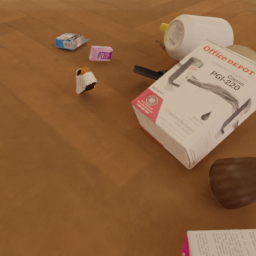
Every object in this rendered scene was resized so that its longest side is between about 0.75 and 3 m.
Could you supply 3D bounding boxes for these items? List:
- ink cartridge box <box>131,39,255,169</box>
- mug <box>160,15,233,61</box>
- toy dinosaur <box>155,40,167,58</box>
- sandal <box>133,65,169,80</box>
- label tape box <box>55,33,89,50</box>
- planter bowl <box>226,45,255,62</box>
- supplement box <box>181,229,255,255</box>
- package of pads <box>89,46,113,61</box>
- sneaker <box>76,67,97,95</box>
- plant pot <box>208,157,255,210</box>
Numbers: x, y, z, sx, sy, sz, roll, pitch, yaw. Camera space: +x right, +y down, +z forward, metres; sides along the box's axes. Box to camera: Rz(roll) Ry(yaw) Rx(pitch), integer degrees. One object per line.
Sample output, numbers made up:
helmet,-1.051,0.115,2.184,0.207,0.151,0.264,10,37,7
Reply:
ink cartridge box,1.913,-0.733,7.469,2.943,1.248,2.143,-39,53,-10
mug,2.176,-3.063,9.996,1.921,1.874,2.340,0,0,-34
toy dinosaur,1.354,-3.076,10.701,0.235,0.808,0.409,-36,9,5
sandal,1.334,-1.718,9.193,2.382,0.510,0.906,20,8,8
label tape box,-2.391,-3.796,12.020,0.889,0.410,1.240,15,42,22
planter bowl,3.339,-1.631,8.976,1.135,1.686,1.686,-42,55,-16
supplement box,2.022,2.452,4.863,1.993,1.009,1.030,-1,43,-2
package of pads,-1.044,-2.831,10.673,0.866,0.522,0.328,-8,45,-35
sneaker,-1.378,-1.521,8.884,0.568,1.559,0.660,-26,92,-23
plant pot,2.556,1.068,5.862,1.149,1.229,1.149,14,64,-30
